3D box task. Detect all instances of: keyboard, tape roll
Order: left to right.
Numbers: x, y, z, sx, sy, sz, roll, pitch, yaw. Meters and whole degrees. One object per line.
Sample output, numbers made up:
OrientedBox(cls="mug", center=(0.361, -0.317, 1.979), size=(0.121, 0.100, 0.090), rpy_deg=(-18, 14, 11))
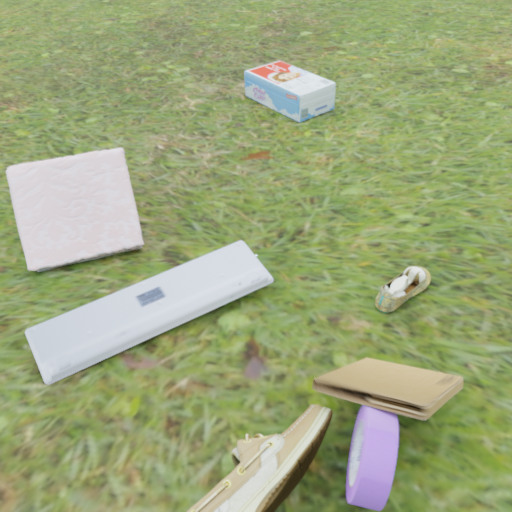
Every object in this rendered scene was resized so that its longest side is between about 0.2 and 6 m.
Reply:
OrientedBox(cls="keyboard", center=(-1.699, 0.814, 9.402), size=(4.054, 0.216, 1.141), rpy_deg=(-23, 47, -22))
OrientedBox(cls="tape roll", center=(1.394, 2.431, 6.798), size=(0.383, 1.167, 1.167), rpy_deg=(11, 40, 6))

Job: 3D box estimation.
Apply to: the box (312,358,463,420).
OrientedBox(cls="box", center=(1.813, 1.721, 7.526), size=(1.479, 0.192, 1.809), rpy_deg=(6, 4, 33))

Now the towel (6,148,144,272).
OrientedBox(cls="towel", center=(-3.439, -0.915, 10.753), size=(2.218, 0.358, 2.119), rpy_deg=(-13, 81, -14))

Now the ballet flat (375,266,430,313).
OrientedBox(cls="ballet flat", center=(2.639, 0.478, 9.837), size=(1.482, 0.524, 0.524), rpy_deg=(-31, 48, -33))

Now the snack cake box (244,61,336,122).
OrientedBox(cls="snack cake box", center=(0.942, -4.805, 16.221), size=(1.403, 0.820, 2.440), rpy_deg=(-28, 46, -28))

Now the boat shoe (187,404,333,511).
OrientedBox(cls="boat shoe", center=(0.029, 2.609, 6.802), size=(0.825, 0.920, 2.486), rpy_deg=(30, 47, 25))
